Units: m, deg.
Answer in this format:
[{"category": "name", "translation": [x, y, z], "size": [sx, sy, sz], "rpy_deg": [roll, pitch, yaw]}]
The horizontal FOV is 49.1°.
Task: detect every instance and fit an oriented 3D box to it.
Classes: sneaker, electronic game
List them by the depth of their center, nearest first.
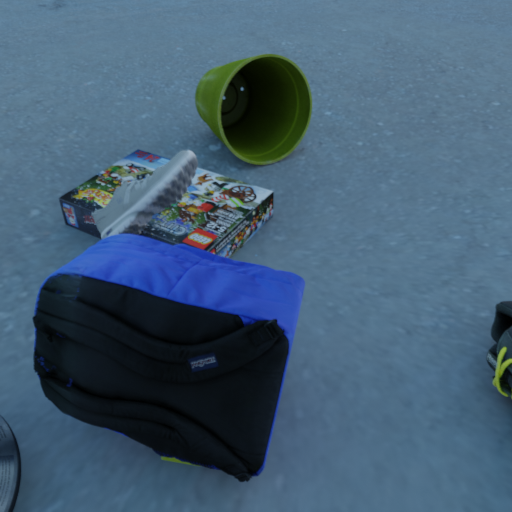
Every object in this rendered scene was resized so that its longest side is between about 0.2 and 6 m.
[{"category": "electronic game", "translation": [-3.870, 2.699, 6.265], "size": [2.421, 0.504, 2.421], "rpy_deg": [-2, 51, 3]}, {"category": "sneaker", "translation": [3.775, 1.772, 7.238], "size": [1.493, 1.314, 3.529], "rpy_deg": [6, 29, 17]}, {"category": "sneaker", "translation": [-1.973, -1.125, 9.640], "size": [2.190, 0.818, 0.898], "rpy_deg": [-41, 75, 1]}]

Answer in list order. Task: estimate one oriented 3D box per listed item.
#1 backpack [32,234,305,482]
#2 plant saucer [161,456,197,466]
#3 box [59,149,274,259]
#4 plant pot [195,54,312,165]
[{"category": "backpack", "translation": [-1.053, 1.049, 7.029], "size": [2.968, 2.412, 2.490], "rpy_deg": [12, 21, 5]}, {"category": "plant saucer", "translation": [-0.902, 2.395, 7.187], "size": [0.547, 0.131, 0.546], "rpy_deg": [5, 37, 9]}, {"category": "box", "translation": [-1.728, -0.949, 11.040], "size": [3.475, 0.655, 2.373], "rpy_deg": [20, 42, 24]}, {"category": "plant pot", "translation": [-0.304, -3.636, 13.423], "size": [2.427, 2.427, 2.337], "rpy_deg": [-19, 29, -23]}]
